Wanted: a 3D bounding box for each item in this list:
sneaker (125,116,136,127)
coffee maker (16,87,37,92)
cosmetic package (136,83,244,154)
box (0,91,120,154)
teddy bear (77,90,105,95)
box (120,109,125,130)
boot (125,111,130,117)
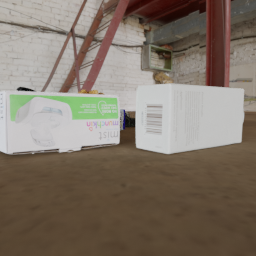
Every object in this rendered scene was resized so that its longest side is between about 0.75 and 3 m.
[{"bbox_3d":[0.185,-0.230,12.062,1.345,0.511,0.610,6,-5,6],"label":"sneaker"},{"bbox_3d":[-3.062,-0.500,10.421,2.185,1.532,2.275,29,21,31],"label":"coffee maker"},{"bbox_3d":[1.474,-0.261,6.260,2.681,1.363,0.992,-2,7,-41],"label":"cosmetic package"},{"bbox_3d":[-1.755,-0.147,6.195,2.417,1.169,2.133,-2,3,-38],"label":"box"},{"bbox_3d":[-1.791,-1.473,13.663,1.099,0.506,1.516,-19,-13,19],"label":"teddy bear"},{"bbox_3d":[-1.062,-0.306,10.293,1.401,0.799,1.523,3,5,29],"label":"box"},{"bbox_3d":[-1.189,-0.489,12.895,2.170,0.783,1.639,2,7,24],"label":"boot"}]
